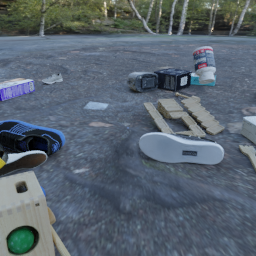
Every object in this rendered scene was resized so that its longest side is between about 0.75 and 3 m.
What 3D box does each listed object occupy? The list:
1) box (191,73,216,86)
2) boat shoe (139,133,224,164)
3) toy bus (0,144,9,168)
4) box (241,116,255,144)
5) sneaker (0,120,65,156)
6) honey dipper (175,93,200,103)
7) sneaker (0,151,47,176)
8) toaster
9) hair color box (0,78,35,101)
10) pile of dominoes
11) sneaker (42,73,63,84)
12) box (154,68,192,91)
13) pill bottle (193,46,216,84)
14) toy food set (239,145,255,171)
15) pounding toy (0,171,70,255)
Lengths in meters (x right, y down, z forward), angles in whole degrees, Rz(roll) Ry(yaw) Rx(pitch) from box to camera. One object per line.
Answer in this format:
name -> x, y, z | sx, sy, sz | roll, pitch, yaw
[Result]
box -> 3.622, -2.560, 14.680 | 1.847, 0.454, 0.760 | 7, 24, 17
boat shoe -> 1.357, 0.443, 7.218 | 2.110, 0.738, 0.699 | 4, 18, 7
toy bus -> -3.586, 0.712, 6.122 | 1.472, 1.041, 1.533 | -47, 36, -16
box -> 3.992, 0.049, 8.294 | 0.883, 0.577, 0.878 | -4, 23, -10
sneaker -> -2.861, 0.290, 7.457 | 2.238, 0.785, 0.872 | 5, 16, 7
honey dipper -> 2.516, -1.337, 12.028 | 0.275, 0.275, 1.447 | -12, 24, -26
sneaker -> -2.632, 0.742, 6.790 | 1.245, 0.453, 0.527 | -12, 29, -24
toaster -> 0.729, -2.243, 13.409 | 1.537, 0.873, 0.993 | -13, 24, -30
hair color box -> -5.274, -1.775, 12.657 | 1.006, 0.596, 1.840 | 11, 24, 27
pile of dominoes -> 1.840, -0.261, 9.616 | 2.123, 0.434, 2.724 | -5, 31, -13
sneaker -> -4.037, -2.644, 14.837 | 0.448, 0.491, 1.199 | 17, 28, 36
box -> 2.204, -2.433, 13.912 | 1.381, 0.811, 1.358 | 20, 30, 39
pill bottle -> 2.201, -1.782, 8.028 | 0.568, 0.950, 0.568 | -6, -10, -1
toy food set -> 4.351, 0.657, 6.893 | 2.675, 0.537, 1.847 | 2, 23, 4
pounding toy -> -1.418, 1.497, 4.184 | 0.991, 1.283, 1.394 | -12, 17, -25
